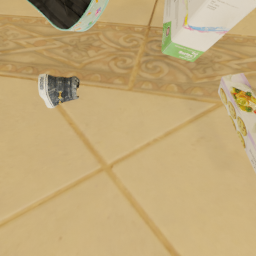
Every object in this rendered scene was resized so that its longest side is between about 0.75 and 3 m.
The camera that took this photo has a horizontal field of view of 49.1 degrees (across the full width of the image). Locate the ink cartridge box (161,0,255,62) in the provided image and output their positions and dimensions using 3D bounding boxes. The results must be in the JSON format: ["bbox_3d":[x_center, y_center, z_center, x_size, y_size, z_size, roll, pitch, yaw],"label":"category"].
[{"bbox_3d":[2.153,-3.560,7.803,1.224,2.916,2.111,12,70,-18],"label":"ink cartridge box"}]

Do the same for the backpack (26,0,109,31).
[{"bbox_3d":[-1.564,-3.665,7.405,2.177,1.914,1.669,49,24,11],"label":"backpack"}]

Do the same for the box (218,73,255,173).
[{"bbox_3d":[2.701,-0.008,6.020,0.555,0.595,2.870,-10,54,0],"label":"box"}]

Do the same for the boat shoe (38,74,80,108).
[{"bbox_3d":[-0.933,-0.499,4.025,0.498,1.098,0.388,2,87,-7],"label":"boat shoe"}]
